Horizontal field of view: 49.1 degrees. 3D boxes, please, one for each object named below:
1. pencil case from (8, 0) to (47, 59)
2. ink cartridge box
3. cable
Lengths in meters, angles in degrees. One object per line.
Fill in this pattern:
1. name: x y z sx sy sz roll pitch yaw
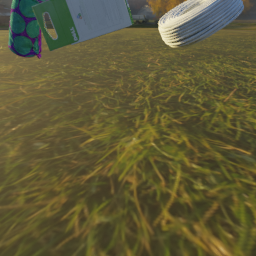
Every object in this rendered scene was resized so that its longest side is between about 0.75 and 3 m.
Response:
1. pencil case: -3.317 -3.796 9.567 1.242 2.689 1.144 19 37 -12
2. ink cartridge box: -1.183 -3.096 7.683 2.443 1.268 0.724 -14 22 11
3. cable: 2.288 -3.639 9.121 2.663 0.922 2.662 -26 26 18
